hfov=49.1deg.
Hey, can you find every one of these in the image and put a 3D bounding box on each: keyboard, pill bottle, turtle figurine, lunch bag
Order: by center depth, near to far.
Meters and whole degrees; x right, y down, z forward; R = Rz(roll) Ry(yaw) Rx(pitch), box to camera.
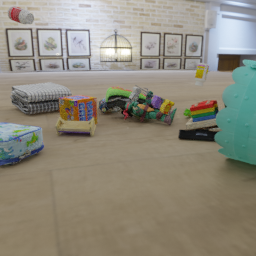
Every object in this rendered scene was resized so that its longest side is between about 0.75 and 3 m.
[{"bbox_3d":[-3.650,0.375,8.280,2.075,0.855,1.668,7,18,25],"label":"lunch bag"},{"bbox_3d":[-3.567,-3.751,9.367,0.855,0.480,0.480,25,25,24],"label":"pill bottle"},{"bbox_3d":[2.631,0.253,10.046,1.587,0.204,0.953,4,22,12],"label":"keyboard"},{"bbox_3d":[0.801,-0.884,12.201,2.521,1.269,1.887,19,37,8],"label":"turtle figurine"},{"bbox_3d":[3.646,-2.644,13.930,0.568,1.089,0.568,11,9,-2],"label":"pill bottle"}]

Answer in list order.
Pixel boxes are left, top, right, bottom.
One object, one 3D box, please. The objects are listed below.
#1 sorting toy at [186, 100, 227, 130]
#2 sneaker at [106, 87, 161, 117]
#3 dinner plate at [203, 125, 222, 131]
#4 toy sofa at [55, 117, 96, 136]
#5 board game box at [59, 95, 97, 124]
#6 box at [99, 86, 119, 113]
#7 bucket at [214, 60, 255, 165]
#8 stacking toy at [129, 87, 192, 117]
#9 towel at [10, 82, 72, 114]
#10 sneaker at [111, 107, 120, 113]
[{"bbox_3d":[3.614,-0.747,11.125,2.418,0.841,2.403,-11,7,22],"label":"sorting toy"},{"bbox_3d":[0.273,-1.087,13.296,2.937,1.230,1.127,14,16,-19],"label":"sneaker"},{"bbox_3d":[3.825,-0.159,10.756,1.833,0.222,1.833,-18,6,2],"label":"dinner plate"},{"bbox_3d":[-1.912,0.028,10.369,1.397,0.682,0.578,2,40,6],"label":"toy sofa"},{"bbox_3d":[-2.098,-0.726,11.815,1.135,1.134,1.135,15,21,43],"label":"board game box"},{"bbox_3d":[-0.850,-1.509,14.483,1.428,0.394,2.091,-40,13,5],"label":"box"},{"bbox_3d":[3.755,-0.271,7.222,1.897,2.916,2.916,20,24,38],"label":"bucket"},{"bbox_3d":[1.565,-1.038,12.849,2.038,0.635,2.703,28,9,36],"label":"stacking toy"},{"bbox_3d":[-4.659,-1.564,14.860,2.433,1.257,2.938,-13,22,-36],"label":"towel"},{"bbox_3d":[-0.644,-1.110,14.586,0.384,0.459,1.037,1,14,10],"label":"sneaker"}]
